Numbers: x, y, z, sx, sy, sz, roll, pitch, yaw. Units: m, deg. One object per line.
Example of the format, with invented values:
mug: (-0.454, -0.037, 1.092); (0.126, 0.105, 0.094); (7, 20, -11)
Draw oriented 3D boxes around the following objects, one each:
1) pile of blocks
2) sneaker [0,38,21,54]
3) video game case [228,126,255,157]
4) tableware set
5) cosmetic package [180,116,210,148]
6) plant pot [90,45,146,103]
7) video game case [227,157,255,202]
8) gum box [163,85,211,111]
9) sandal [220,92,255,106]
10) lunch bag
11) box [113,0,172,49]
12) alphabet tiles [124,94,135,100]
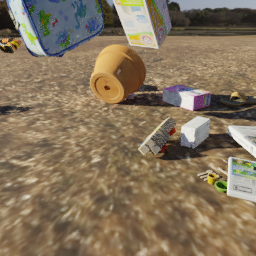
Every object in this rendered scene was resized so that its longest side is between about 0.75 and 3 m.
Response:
pile of blocks: (0.761, 0.331, 6.945); (0.494, 0.653, 1.590); (47, 43, 1)
sneaker: (-3.476, -2.455, 8.203); (0.988, 0.346, 0.445); (22, 62, 38)
video game case: (3.834, 0.410, 6.429); (2.392, 0.279, 2.175); (3, 16, -1)
tableware set: (2.137, 0.930, 5.649); (1.292, 0.198, 0.870); (-9, 24, -23)
cosmetic package: (1.759, 0.095, 7.272); (0.393, 0.546, 0.968); (16, 25, 35)
plant pot: (-0.499, -1.864, 10.470); (2.011, 2.011, 1.407); (10, 46, 23)
video game case: (2.509, 1.011, 5.246); (1.216, 0.134, 1.109); (11, 31, 16)
gum box: (2.105, -1.169, 10.384); (0.922, 0.537, 1.624); (-17, 27, -33)
sandal: (4.180, -1.125, 10.397); (1.699, 0.459, 0.682); (-6, 23, -14)
lunch bag: (-2.010, -3.358, 8.248); (1.100, 2.144, 2.668); (12, 41, 40)
box: (0.560, -4.350, 10.384); (1.402, 2.492, 1.263); (17, 64, 30)
alphabet tiles: (-0.274, -1.328, 11.415); (1.084, 0.081, 1.109); (3, 23, 8)
